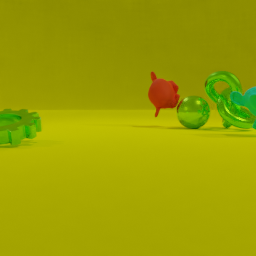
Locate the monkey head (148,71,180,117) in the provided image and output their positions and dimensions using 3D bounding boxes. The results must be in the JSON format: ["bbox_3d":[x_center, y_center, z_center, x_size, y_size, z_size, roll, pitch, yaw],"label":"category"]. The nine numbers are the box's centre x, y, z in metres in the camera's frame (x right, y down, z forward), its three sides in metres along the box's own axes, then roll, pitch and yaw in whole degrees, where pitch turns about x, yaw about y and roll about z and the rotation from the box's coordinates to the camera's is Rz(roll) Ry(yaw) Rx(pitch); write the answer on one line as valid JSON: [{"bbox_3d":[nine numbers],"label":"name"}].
[{"bbox_3d":[1.056,-1.002,8.945,0.944,1.567,1.127,1,-21,-13],"label":"monkey head"}]

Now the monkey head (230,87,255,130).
[{"bbox_3d":[2.842,-0.410,5.968,1.293,0.930,0.779,15,7,1],"label":"monkey head"}]

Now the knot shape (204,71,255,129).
[{"bbox_3d":[2.899,-0.650,7.955,0.848,1.835,1.717,-28,-20,14],"label":"knot shape"}]

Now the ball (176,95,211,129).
[{"bbox_3d":[1.886,-0.455,8.112,0.970,0.970,0.970,0,4,0],"label":"ball"}]

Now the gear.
[{"bbox_3d":[-2.099,-0.029,4.646,1.255,0.232,1.255,1,21,0],"label":"gear"}]
